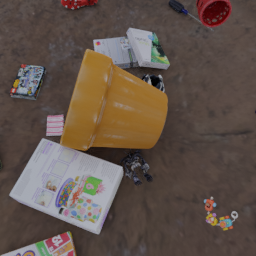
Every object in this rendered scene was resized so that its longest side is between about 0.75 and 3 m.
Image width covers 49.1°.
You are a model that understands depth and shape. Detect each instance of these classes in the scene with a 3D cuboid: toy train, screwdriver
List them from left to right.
[{"bbox_3d":[2.744,-4.865,12.236,0.361,0.376,2.585,-37,71,-18],"label":"screwdriver"},{"bbox_3d":[1.919,1.859,6.011,0.754,0.210,0.566,21,99,39],"label":"toy train"}]

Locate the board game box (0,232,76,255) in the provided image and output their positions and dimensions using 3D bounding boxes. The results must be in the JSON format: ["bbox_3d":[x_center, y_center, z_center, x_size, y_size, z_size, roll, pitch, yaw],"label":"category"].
[{"bbox_3d":[-2.482,3.660,7.532,2.148,0.322,1.026,-18,62,-7],"label":"board game box"}]

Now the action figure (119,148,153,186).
[{"bbox_3d":[0.239,1.218,8.666,0.812,0.697,1.366,-24,37,-4],"label":"action figure"}]

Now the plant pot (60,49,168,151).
[{"bbox_3d":[-0.370,-0.553,8.569,2.685,2.933,2.933,16,61,-11],"label":"plant pot"}]

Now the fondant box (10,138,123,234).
[{"bbox_3d":[-1.738,1.678,8.322,2.709,0.789,1.954,18,63,11],"label":"fondant box"}]

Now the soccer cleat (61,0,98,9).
[{"bbox_3d":[-2.176,-5.767,12.607,1.646,0.565,0.701,-9,46,-3],"label":"soccer cleat"}]

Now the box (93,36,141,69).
[{"bbox_3d":[-0.376,-2.984,11.127,1.842,0.379,1.436,-8,61,-6],"label":"box"}]

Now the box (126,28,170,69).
[{"bbox_3d":[0.777,-3.090,10.904,1.281,0.322,1.775,-2,61,-32],"label":"box"}]

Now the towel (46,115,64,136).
[{"bbox_3d":[-2.520,-0.097,9.684,0.583,0.119,0.797,-4,61,-2],"label":"towel"}]

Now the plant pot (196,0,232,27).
[{"bbox_3d":[2.258,-3.257,7.480,0.826,0.826,0.752,-3,55,-2],"label":"plant pot"}]

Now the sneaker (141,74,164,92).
[{"bbox_3d":[0.419,-1.315,9.719,1.891,1.231,0.755,-16,61,-8],"label":"sneaker"}]

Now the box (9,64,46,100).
[{"bbox_3d":[-3.731,-1.737,10.496,0.956,0.279,1.397,6,61,4],"label":"box"}]

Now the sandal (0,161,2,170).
[{"bbox_3d":[-4.412,0.886,9.050,0.469,0.337,1.181,-22,79,-11],"label":"sandal"}]
